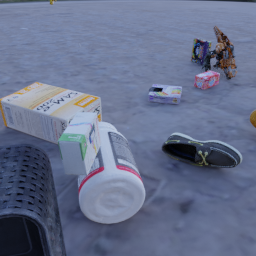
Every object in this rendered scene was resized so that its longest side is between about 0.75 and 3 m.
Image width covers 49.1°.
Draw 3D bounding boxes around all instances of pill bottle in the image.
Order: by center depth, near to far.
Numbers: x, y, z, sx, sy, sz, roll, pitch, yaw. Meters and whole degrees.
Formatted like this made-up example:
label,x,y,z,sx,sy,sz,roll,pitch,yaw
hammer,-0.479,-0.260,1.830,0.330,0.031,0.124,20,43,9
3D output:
label,x,y,z,sx,sy,sz,roll,pitch,yaw
pill bottle,-0.519,0.857,6.536,1.349,1.349,2.437,-6,31,-9

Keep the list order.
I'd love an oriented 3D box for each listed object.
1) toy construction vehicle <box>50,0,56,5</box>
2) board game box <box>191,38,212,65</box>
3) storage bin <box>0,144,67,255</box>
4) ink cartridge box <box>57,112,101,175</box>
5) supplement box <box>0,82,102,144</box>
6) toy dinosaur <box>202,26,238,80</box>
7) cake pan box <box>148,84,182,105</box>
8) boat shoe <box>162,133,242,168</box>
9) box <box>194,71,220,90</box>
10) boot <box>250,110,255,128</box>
label,x,y,z,sx,sy,sz,roll,pitch,yaw
toy construction vehicle,-2.143,-4.137,8.306,0.296,0.841,0.732,8,60,-10
board game box,3.952,-4.137,15.192,0.348,1.229,1.016,-16,34,-29
storage bin,-1.848,1.717,3.720,1.835,2.714,1.272,-6,30,-10
ink cartridge box,-0.840,0.258,5.084,0.439,0.729,1.003,1,31,9
supplement box,-2.513,-0.540,9.212,2.834,1.042,1.786,15,34,23
toy dinosaur,4.643,-3.615,13.564,1.410,1.874,2.761,14,72,-4
cake pan box,1.501,-1.387,11.392,1.311,0.343,1.208,7,29,12
boat shoe,1.903,0.693,7.480,2.096,0.747,0.631,14,33,36
box,3.523,-2.148,12.491,1.104,0.522,0.566,-23,38,-34
boot,4.629,0.387,7.702,2.833,0.997,2.028,22,36,26
